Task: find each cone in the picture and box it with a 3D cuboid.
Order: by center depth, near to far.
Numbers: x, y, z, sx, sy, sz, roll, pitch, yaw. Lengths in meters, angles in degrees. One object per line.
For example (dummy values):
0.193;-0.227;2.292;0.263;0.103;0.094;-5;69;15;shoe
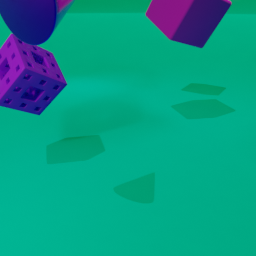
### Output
-0.851;-1.523;3.228;0.917;0.917;0.920;15;34;29;cone

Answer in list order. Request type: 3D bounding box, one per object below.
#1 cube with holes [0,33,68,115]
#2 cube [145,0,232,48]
-2.088;-1.049;5.750;1.012;1.012;1.012;16;38;-53;cube with holes
1.580;-3.193;7.534;1.375;1.375;1.375;-1;45;-38;cube
